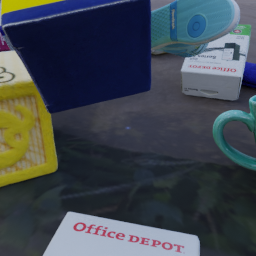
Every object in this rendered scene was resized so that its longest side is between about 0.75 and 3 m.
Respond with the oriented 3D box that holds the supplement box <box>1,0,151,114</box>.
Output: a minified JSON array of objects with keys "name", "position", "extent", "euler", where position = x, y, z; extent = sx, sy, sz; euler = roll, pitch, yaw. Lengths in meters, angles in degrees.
[{"name":"supplement box","position":[-0.629,-1.549,3.350],"extent":[1.273,1.265,2.325],"euler":[-13,58,-3]}]

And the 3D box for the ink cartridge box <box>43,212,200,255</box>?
[{"name":"ink cartridge box","position":[-0.195,1.942,2.316],"extent":[1.388,1.381,1.910],"euler":[7,31,13]}]

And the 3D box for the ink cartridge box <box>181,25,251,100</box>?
[{"name":"ink cartridge box","position":[2.762,-2.134,8.756],"extent":[1.750,0.992,2.388],"euler":[10,57,20]}]

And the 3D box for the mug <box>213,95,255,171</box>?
[{"name":"mug","position":[3.244,0.146,4.895],"extent":[2.270,1.708,2.762],"euler":[-20,11,-37]}]

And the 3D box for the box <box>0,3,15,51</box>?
[{"name":"box","position":[-2.471,-2.905,9.151],"extent":[2.465,2.680,1.406],"euler":[-1,68,-1]}]

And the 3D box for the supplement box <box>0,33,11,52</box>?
[{"name":"supplement box","position":[-5.250,-2.773,10.018],"extent":[2.223,1.455,1.147],"euler":[-15,78,-25]}]

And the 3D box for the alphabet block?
[{"name":"alphabet block","position":[-2.627,-0.229,5.442],"extent":[1.981,1.991,2.028],"euler":[-14,33,-20]}]

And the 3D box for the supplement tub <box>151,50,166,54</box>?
[{"name":"supplement tub","position":[1.665,-4.233,12.626],"extent":[2.271,1.646,1.646],"euler":[-18,35,-27]}]

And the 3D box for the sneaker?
[{"name":"sneaker","position":[0.944,-1.308,3.713],"extent":[1.014,0.618,1.553],"euler":[0,9,-38]}]

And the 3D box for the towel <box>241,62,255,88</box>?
[{"name":"towel","position":[3.918,-1.911,9.790],"extent":[2.521,0.625,1.862],"euler":[21,29,31]}]
